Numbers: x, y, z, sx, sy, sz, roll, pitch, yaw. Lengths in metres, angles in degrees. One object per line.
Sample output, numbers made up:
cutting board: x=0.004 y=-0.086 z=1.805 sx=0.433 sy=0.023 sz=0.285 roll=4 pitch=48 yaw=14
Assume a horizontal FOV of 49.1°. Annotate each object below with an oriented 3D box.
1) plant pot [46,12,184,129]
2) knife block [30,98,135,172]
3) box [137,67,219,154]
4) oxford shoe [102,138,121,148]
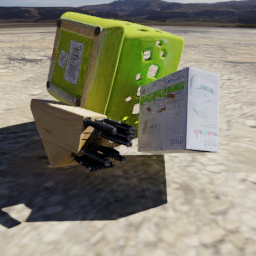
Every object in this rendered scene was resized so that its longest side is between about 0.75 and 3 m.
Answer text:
plant pot: x=-0.535 y=-1.581 z=7.568 sx=2.472 sy=2.724 sz=2.710 roll=-1 pitch=24 yaw=-46
knife block: x=-0.918 y=-0.090 z=5.647 sx=1.921 sy=2.189 sz=0.700 roll=-36 pitch=-20 yaw=30
box: x=0.977 y=-0.247 z=5.938 sx=0.862 sy=1.574 sz=1.784 roll=6 pitch=-9 yaw=-27
oxford shoe: x=-0.580 y=0.289 z=7.073 sx=0.900 sy=0.337 sz=0.317 roll=2 pitch=44 yaw=13
